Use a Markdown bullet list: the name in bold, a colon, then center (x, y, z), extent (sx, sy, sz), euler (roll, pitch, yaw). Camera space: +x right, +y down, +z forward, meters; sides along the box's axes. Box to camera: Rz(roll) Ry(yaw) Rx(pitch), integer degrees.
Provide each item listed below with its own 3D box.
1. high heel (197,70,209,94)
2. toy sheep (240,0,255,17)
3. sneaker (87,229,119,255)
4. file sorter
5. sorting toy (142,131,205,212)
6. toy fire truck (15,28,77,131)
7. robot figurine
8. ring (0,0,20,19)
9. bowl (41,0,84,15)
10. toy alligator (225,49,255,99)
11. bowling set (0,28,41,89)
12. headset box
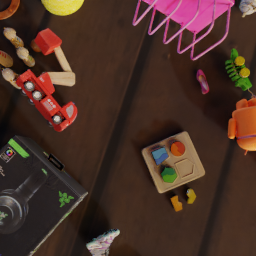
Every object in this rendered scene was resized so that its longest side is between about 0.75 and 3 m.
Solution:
- **high heel**: center (2.312, -1.454, 8.613), extent (0.270, 0.385, 0.802), euler (-5, 83, -1)
- **toy sheep**: center (3.851, -3.916, 8.819), extent (0.650, 0.650, 0.943), euler (35, 86, 4)
- **sneaker**: center (-0.597, 3.393, 8.015), extent (1.032, 0.401, 0.722), euler (-28, 85, 6)
- **file sorter**: center (1.267, -2.689, 6.638), extent (1.948, 1.354, 1.222), euler (23, 65, -22)
- **sorting toy**: center (1.479, 1.303, 8.311), extent (1.541, 0.277, 2.069), euler (-23, 83, -3)
- **toy fire truck**: center (-2.209, -1.392, 8.265), extent (1.819, 0.629, 2.580), euler (-46, 105, -30)
- **robot figurine**: center (3.572, -0.043, 8.172), extent (1.151, 0.933, 1.600), euler (-1, 80, -38)
- **ring**: center (-4.212, -4.175, 9.097), extent (1.342, 0.129, 1.342), euler (0, 83, 1)
- **bowl**: center (-2.142, -4.409, 8.799), extent (1.450, 0.780, 1.450), euler (0, 83, 1)
- **toy alligator**: center (3.386, -1.519, 8.537), extent (0.503, 0.549, 1.852), euler (-19, 83, -2)
- **bowling set**: center (-3.373, -2.426, 8.340), extent (1.521, 1.173, 2.185), euler (-38, 85, -4)
- **headset box**: center (-2.856, 1.923, 7.711), extent (2.462, 1.312, 2.828), euler (43, 85, 5)
